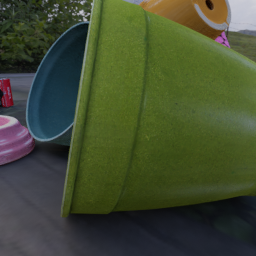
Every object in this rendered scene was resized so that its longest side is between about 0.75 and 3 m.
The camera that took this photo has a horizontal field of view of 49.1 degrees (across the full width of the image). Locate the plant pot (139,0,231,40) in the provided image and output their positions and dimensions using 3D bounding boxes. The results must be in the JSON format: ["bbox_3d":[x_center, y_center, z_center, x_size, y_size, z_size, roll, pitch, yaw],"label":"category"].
[{"bbox_3d":[1.317,-2.537,6.882,2.122,2.122,1.943,-9,-6,-34],"label":"plant pot"}]

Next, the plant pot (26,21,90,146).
[{"bbox_3d":[-0.881,-0.808,7.030,1.969,2.938,2.938,24,-6,-42],"label":"plant pot"}]

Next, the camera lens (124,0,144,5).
[{"bbox_3d":[0.329,-2.951,8.992,1.999,1.999,2.499,15,-9,47],"label":"camera lens"}]

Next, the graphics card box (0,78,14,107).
[{"bbox_3d":[-6.229,-1.661,12.925,1.998,1.253,0.508,5,19,25],"label":"graphics card box"}]

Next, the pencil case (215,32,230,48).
[{"bbox_3d":[2.835,-2.898,9.051,0.614,1.310,0.595,-11,-29,7],"label":"pencil case"}]

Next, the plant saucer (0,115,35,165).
[{"bbox_3d":[-3.599,0.225,6.379,2.782,0.705,2.782,1,13,0],"label":"plant saucer"}]

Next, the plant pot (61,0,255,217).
[{"bbox_3d":[0.686,-0.104,4.065,2.846,2.956,2.956,9,12,-10],"label":"plant pot"}]
